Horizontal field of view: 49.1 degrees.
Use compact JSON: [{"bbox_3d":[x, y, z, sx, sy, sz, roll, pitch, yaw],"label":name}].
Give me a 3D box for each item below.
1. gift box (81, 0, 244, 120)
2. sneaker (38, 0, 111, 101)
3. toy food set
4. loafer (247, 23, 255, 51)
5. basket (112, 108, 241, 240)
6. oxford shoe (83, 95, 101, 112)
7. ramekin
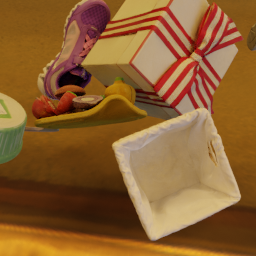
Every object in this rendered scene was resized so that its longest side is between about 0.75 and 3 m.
[{"bbox_3d":[0.873,-1.453,5.924,2.321,2.485,2.293,18,77,56],"label":"gift box"},{"bbox_3d":[-1.137,-1.718,6.714,1.101,2.737,1.210,22,14,-36],"label":"sneaker"},{"bbox_3d":[-0.936,-0.472,5.293,2.629,0.859,1.547,-7,-4,27],"label":"toy food set"},{"bbox_3d":[3.416,-2.556,6.688,0.543,1.726,0.621,-10,67,-5],"label":"loafer"},{"bbox_3d":[0.512,0.490,3.451,1.171,1.160,0.941,-22,3,-5],"label":"basket"},{"bbox_3d":[-1.007,-0.423,6.465,1.216,0.449,0.430,-26,50,7],"label":"oxford shoe"},{"bbox_3d":[-2.238,-0.079,4.367,1.295,0.632,1.295,23,25,-11],"label":"ramekin"}]
